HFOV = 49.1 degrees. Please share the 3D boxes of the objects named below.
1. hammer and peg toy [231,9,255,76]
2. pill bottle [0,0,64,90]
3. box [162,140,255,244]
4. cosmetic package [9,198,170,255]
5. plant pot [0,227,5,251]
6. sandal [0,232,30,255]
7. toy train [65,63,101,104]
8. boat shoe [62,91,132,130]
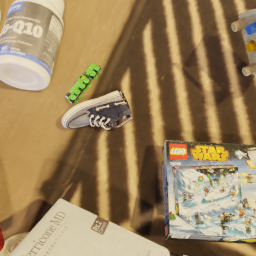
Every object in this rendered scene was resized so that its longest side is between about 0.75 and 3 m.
[{"bbox_3d":[3.340,-1.937,6.209,0.829,2.350,1.728,-24,107,-4],"label":"hammer and peg toy"},{"bbox_3d":[-2.433,-2.328,7.110,1.388,1.388,2.440,6,70,2],"label":"pill bottle"},{"bbox_3d":[2.263,1.331,5.959,2.999,0.598,2.053,3,56,-1],"label":"box"},{"bbox_3d":[-0.782,2.803,4.611,2.319,1.911,1.913,24,107,4],"label":"cosmetic package"},{"bbox_3d":[-4.340,1.312,4.879,2.816,2.484,2.818,-25,62,-15],"label":"plant pot"},{"bbox_3d":[-2.084,2.474,5.870,1.702,0.560,0.624,-14,71,-5],"label":"sandal"},{"bbox_3d":[-1.172,-1.179,7.319,0.362,0.267,1.282,30,73,20],"label":"toy train"},{"bbox_3d":[-0.701,-0.257,6.732,1.694,0.632,0.785,-26,58,-9],"label":"boat shoe"}]
